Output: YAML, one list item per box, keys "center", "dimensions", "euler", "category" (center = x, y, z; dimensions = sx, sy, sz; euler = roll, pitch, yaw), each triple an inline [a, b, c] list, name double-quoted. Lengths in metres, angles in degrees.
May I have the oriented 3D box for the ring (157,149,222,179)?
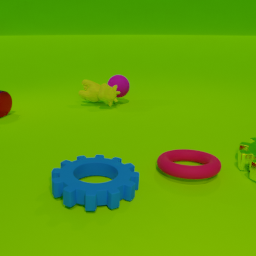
- center: [1.165, 0.673, 5.396]
  dimensions: [1.216, 0.243, 1.216]
  euler: [0, 13, 0]
  category: "ring"

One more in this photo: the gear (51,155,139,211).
- center: [-0.557, 0.881, 4.837]
  dimensions: [1.467, 0.271, 1.467]
  euler: [3, 18, -1]
  category: "gear"

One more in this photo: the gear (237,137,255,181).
- center: [3.143, 0.649, 5.395]
  dimensions: [1.906, 0.353, 1.906]
  euler: [-1, 18, 0]
  category: "gear"

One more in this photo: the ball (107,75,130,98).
- center: [-0.341, -1.491, 10.009]
  dimensions: [0.814, 0.814, 0.814]
  euler: [0, 20, 0]
  category: "ball"

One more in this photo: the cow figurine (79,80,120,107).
- center: [-0.990, -1.200, 9.793]
  dimensions: [1.385, 0.772, 1.407]
  euler: [16, -6, -2]
  category: "cow figurine"

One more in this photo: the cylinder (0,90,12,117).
- center: [-4.181, -0.798, 8.656]
  dimensions: [0.821, 0.821, 0.821]
  euler: [11, 23, 16]
  category: "cylinder"
